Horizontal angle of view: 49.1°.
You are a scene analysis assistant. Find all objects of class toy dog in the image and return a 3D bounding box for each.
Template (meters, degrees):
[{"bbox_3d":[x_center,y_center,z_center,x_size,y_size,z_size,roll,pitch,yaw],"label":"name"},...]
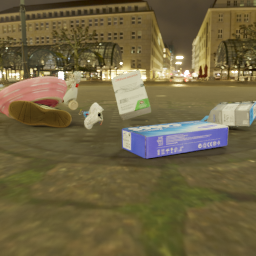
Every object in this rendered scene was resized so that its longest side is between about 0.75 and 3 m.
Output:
[{"bbox_3d":[-2.751,-1.736,13.003,0.853,1.771,1.168,2,1,-41],"label":"toy dog"}]

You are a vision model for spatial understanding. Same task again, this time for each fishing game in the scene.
[{"bbox_3d":[-1.233,-0.408,9.493,0.852,0.132,0.610,27,23,-7],"label":"fishing game"}]

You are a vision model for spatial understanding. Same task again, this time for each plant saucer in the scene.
[{"bbox_3d":[-3.422,-0.996,10.147,2.623,0.665,2.623,-21,-6,-3],"label":"plant saucer"}]

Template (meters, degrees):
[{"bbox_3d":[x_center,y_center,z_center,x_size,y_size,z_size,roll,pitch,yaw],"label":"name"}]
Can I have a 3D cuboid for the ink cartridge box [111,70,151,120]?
[{"bbox_3d":[0.103,-1.055,8.944,0.983,1.341,0.557,-15,-20,4],"label":"ink cartridge box"}]

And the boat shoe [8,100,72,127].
[{"bbox_3d":[-2.812,-0.411,9.105,2.024,0.741,0.656,15,1,-1],"label":"boat shoe"}]

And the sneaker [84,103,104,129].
[{"bbox_3d":[-0.920,-0.257,7.744,0.419,0.843,0.328,33,34,12],"label":"sneaker"}]

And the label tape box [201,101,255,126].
[{"bbox_3d":[3.065,-0.463,8.802,1.631,0.516,1.176,1,18,33],"label":"label tape box"}]

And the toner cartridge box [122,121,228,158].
[{"bbox_3d":[1.069,0.201,6.308,2.207,0.476,1.048,-6,12,-27],"label":"toner cartridge box"}]
